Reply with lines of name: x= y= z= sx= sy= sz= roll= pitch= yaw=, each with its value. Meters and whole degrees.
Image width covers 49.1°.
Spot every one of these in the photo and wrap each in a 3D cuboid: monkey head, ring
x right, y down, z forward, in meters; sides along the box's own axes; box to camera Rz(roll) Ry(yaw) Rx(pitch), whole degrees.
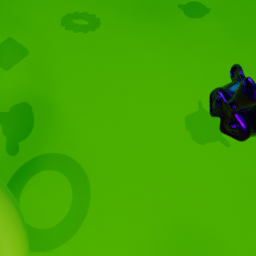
monkey head: x=1.767 y=-0.371 z=4.044 sx=0.889 sy=1.062 sz=1.476 roll=-18 pitch=68 yaw=-19
ring: x=-2.046 y=1.323 z=3.304 sx=2.020 sy=0.404 sz=2.020 roll=2 pitch=96 yaw=19
